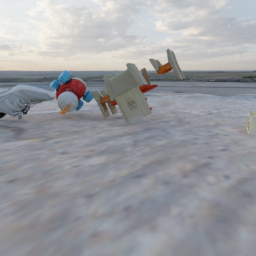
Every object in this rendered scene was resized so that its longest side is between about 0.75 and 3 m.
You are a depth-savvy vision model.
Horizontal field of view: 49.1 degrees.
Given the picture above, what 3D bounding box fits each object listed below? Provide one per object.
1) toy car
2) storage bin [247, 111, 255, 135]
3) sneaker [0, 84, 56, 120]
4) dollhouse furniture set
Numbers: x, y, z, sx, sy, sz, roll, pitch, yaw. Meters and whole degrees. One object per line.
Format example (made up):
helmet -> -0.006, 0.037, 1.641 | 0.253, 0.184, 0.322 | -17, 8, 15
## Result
toy car -> -2.075, -0.937, 9.531 | 1.274, 1.328, 1.440 | -30, 32, 36
storage bin -> 3.550, -0.129, 7.010 | 1.016, 0.476, 1.009 | 3, 11, 20
sneaker -> -3.154, -0.763, 8.493 | 2.487, 1.020, 0.929 | -3, 5, 29
dollhouse furniture set -> 0.304, -1.063, 8.336 | 2.720, 1.401, 2.690 | -26, 2, 19
